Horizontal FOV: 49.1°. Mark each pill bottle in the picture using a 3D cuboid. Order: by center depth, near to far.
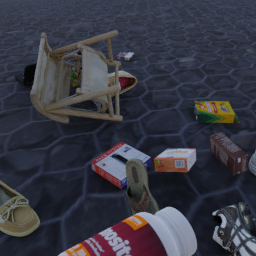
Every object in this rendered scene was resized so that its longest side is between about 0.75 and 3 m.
[{"bbox_3d":[0.033,2.307,4.907,2.287,1.292,1.292,-19,38,-28],"label":"pill bottle"}]

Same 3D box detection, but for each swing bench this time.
[{"bbox_3d":[-1.681,-1.788,9.873,2.853,1.851,2.838,-3,58,1],"label":"swing bench"}]

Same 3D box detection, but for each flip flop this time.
[{"bbox_3d":[0.235,1.481,6.116,0.669,1.650,0.475,-16,-8,30],"label":"flip flop"}]

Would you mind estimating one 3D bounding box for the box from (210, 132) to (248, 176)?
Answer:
[{"bbox_3d":[2.795,0.693,7.845,0.452,0.604,1.205,-17,35,-7],"label":"box"}]

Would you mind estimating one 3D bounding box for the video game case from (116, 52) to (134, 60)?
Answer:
[{"bbox_3d":[-0.153,-3.978,15.450,0.784,0.155,0.865,10,35,15],"label":"video game case"}]

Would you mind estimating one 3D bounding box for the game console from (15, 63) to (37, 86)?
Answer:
[{"bbox_3d":[-4.063,-2.741,12.740,1.861,1.083,1.637,-26,42,-34],"label":"game console"}]

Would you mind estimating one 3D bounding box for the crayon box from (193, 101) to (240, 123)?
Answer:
[{"bbox_3d":[3.198,-0.587,10.115,1.515,0.385,0.962,2,33,2],"label":"crayon box"}]

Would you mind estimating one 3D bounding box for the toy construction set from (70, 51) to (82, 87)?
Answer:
[{"bbox_3d":[-2.003,-2.277,12.108,1.795,1.654,2.152,-22,10,28],"label":"toy construction set"}]

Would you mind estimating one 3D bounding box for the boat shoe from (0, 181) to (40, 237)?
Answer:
[{"bbox_3d":[-2.833,1.688,6.409,2.096,0.659,0.765,27,42,34],"label":"boat shoe"}]

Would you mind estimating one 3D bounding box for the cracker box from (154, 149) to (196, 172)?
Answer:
[{"bbox_3d":[1.273,0.827,7.374,0.831,0.358,1.241,-3,6,23],"label":"cracker box"}]

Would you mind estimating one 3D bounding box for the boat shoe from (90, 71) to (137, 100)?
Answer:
[{"bbox_3d":[-0.629,-1.733,11.334,0.887,0.946,2.565,20,37,37],"label":"boat shoe"}]

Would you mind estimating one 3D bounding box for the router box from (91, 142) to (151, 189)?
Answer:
[{"bbox_3d":[-0.184,0.986,7.794,1.122,0.305,1.250,25,41,33],"label":"router box"}]

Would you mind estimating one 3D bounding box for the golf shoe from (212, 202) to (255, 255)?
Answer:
[{"bbox_3d":[2.181,2.358,5.504,0.905,0.745,1.916,-11,29,12],"label":"golf shoe"}]

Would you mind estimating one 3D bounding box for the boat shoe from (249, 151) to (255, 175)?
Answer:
[{"bbox_3d":[4.531,0.634,7.774,2.559,0.911,0.893,-13,36,-19],"label":"boat shoe"}]
